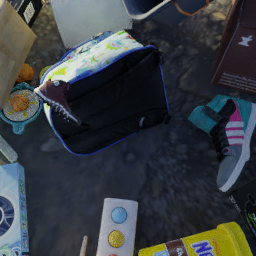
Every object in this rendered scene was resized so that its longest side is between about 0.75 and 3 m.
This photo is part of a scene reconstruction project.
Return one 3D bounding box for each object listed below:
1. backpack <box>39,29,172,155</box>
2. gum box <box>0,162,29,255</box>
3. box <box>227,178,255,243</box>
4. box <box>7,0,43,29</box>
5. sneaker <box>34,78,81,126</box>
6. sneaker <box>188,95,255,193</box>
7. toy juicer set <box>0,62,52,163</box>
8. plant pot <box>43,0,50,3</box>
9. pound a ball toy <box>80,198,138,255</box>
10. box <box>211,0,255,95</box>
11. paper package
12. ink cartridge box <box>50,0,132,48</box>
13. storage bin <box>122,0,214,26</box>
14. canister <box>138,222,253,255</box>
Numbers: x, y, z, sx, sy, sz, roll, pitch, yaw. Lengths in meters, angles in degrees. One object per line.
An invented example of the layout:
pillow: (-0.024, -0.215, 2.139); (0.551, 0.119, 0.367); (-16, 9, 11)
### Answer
backpack: (-0.659, -0.795, 6.717); (2.724, 2.492, 2.002); (-29, 46, -13)
gum box: (-3.387, 2.153, 6.371); (2.027, 0.532, 2.386); (-10, 67, -5)
box: (3.728, 2.069, 5.565); (1.738, 2.077, 2.796); (-22, 68, -10)
box: (-3.825, -3.810, 8.802); (1.608, 1.014, 1.636); (14, 66, 6)
sneaker: (-1.137, -0.535, 5.086); (1.010, 0.382, 0.584); (39, 72, -8)
sneaker: (2.206, 0.153, 6.945); (1.579, 1.094, 2.616); (24, 60, 5)
toy juicer set: (-3.140, -0.696, 7.531); (1.812, 0.775, 2.848); (21, 68, 10)
plant pot: (-2.627, -5.080, 9.429); (1.056, 0.936, 1.057); (-27, 68, -12)
pound a ball toy: (-0.496, 2.532, 6.050); (1.262, 0.822, 1.936); (6, 66, 3)
box: (3.935, -2.686, 7.539); (2.404, 2.379, 2.898); (17, 67, 7)
paper package: (-4.153, -1.914, 7.429); (2.511, 1.363, 2.634); (5, 66, 23)
ink cartridge box: (-0.894, -4.176, 8.359); (2.124, 2.115, 2.896); (2, 66, 1)
storage bin: (1.446, -3.544, 6.586); (2.787, 1.872, 2.028); (-25, 78, 32)
canister: (1.439, 3.032, 5.774); (2.178, 0.943, 1.618); (-14, 66, -5)
